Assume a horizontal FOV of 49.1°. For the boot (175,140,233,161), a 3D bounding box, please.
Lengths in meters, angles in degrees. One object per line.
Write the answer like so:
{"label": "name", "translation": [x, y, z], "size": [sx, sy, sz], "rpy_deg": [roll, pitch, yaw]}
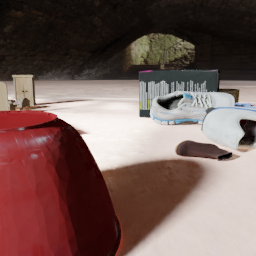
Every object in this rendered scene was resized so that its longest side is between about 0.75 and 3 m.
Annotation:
{"label": "boot", "translation": [1.276, 0.393, 4.755], "size": [0.793, 0.287, 0.660], "rpy_deg": [-3, 10, -28]}

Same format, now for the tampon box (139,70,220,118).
{"label": "tampon box", "translation": [1.734, -1.152, 9.257], "size": [2.384, 1.505, 1.787], "rpy_deg": [4, 12, 19]}

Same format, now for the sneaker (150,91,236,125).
{"label": "sneaker", "translation": [1.684, -0.601, 7.299], "size": [2.260, 0.847, 0.979], "rpy_deg": [-8, -23, 6]}

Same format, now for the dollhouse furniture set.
{"label": "dollhouse furniture set", "translation": [-4.719, -1.356, 10.805], "size": [1.511, 1.291, 2.916], "rpy_deg": [0, 12, -2]}

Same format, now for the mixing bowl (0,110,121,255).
{"label": "mixing bowl", "translation": [-1.093, 0.459, 2.446], "size": [2.058, 1.114, 2.058], "rpy_deg": [-1, 12, 0]}

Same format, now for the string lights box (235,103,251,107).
{"label": "string lights box", "translation": [3.175, -0.432, 8.248], "size": [0.834, 0.478, 1.623], "rpy_deg": [1, 11, 23]}

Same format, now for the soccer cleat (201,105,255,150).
{"label": "soccer cleat", "translation": [2.730, -0.016, 5.708], "size": [2.628, 0.918, 1.134], "rpy_deg": [-9, 28, -26]}

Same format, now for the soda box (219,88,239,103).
{"label": "soda box", "translation": [2.790, -1.101, 10.651], "size": [2.625, 0.840, 0.889], "rpy_deg": [5, 12, 26]}
